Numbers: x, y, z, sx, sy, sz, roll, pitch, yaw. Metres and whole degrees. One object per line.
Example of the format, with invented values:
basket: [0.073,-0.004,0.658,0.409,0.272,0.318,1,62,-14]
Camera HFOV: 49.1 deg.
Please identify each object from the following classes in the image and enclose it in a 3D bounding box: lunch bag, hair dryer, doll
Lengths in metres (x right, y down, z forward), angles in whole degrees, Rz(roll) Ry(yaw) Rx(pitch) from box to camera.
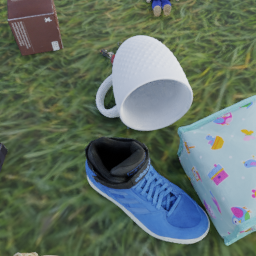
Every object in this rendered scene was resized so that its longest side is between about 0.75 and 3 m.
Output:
lunch bag: [2.783,0.692,5.865,2.837,1.730,2.417,-21,57,-7]
hair dryer: [-0.153,-2.283,8.703,0.988,0.353,1.298,-31,62,-20]
doll: [1.281,-4.730,10.318,1.193,0.424,1.749,-4,49,7]

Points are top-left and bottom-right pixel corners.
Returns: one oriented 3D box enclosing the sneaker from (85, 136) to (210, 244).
sneaker: [0.345,1.173,5.577,2.898,1.612,1.112,30,61,19]

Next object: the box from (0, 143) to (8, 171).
box: [-4.269,1.121,6.322,2.527,0.456,1.806,1,56,2]

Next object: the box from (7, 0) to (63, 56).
box: [-2.930,-3.429,8.870,1.346,1.360,1.639,-12,57,-8]

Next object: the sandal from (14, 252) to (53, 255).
sandal: [-2.040,2.679,5.067,2.332,0.767,0.855,2,56,2]

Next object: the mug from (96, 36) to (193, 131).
mug: [0.199,-1.156,7.261,2.421,1.787,2.122,-28,50,18]
